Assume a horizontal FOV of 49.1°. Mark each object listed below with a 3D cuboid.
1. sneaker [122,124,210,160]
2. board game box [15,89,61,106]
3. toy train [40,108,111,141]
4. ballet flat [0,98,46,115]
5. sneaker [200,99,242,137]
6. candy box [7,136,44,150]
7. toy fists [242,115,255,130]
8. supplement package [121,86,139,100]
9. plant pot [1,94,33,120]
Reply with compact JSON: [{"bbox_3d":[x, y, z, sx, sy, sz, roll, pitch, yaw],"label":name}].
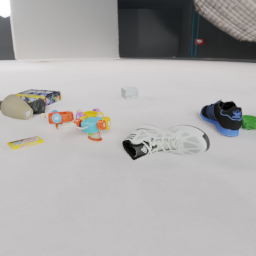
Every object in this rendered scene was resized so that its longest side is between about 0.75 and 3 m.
[{"bbox_3d":[0.937,0.575,8.030,2.536,0.957,1.459,4,26,37],"label":"sneaker"},{"bbox_3d":[-4.848,-1.661,15.133,1.921,0.545,1.588,6,21,17],"label":"board game box"},{"bbox_3d":[-1.840,-0.082,9.981,2.231,0.826,2.970,-9,17,-22],"label":"toy train"},{"bbox_3d":[-5.063,-1.122,13.079,2.720,0.773,0.904,4,18,13],"label":"ballet flat"},{"bbox_3d":[3.642,-0.632,10.894,0.993,1.103,2.833,4,19,-9],"label":"sneaker"},{"bbox_3d":[-3.362,0.479,9.208,1.028,0.136,0.525,-15,26,-38],"label":"candy box"},{"bbox_3d":[4.719,-0.217,10.878,0.670,0.452,1.313,12,20,15],"label":"toy fists"},{"bbox_3d":[0.111,-2.033,16.201,0.796,0.566,1.021,-5,20,-14],"label":"supplement package"},{"bbox_3d":[-4.651,-0.785,11.971,1.090,1.021,1.021,24,26,21],"label":"plant pot"}]
